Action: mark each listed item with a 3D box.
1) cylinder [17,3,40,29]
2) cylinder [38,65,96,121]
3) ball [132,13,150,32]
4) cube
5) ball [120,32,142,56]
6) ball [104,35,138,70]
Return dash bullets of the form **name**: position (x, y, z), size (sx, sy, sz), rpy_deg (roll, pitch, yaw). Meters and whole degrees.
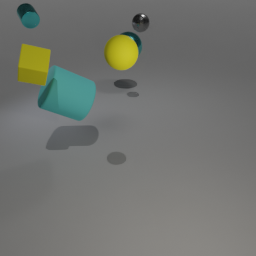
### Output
- **cylinder**: position (-3.854, -4.331, 10.828), size (0.700, 0.700, 0.700), rpy_deg (-16, 53, -26)
- **cylinder**: position (-1.962, -1.086, 8.954), size (1.400, 1.400, 1.400), rpy_deg (19, 19, -30)
- **ball**: position (0.502, -4.144, 11.041), size (0.700, 0.700, 0.700), rpy_deg (0, 29, 0)
- **cube**: position (-2.412, -1.604, 7.183), size (0.700, 0.700, 0.700), rpy_deg (8, 66, -19)
- **ball**: position (0.007, -4.032, 13.856), size (1.400, 1.400, 1.400), rpy_deg (0, 29, 0)
- **ball**: position (-0.141, -1.538, 5.724), size (0.700, 0.700, 0.700), rpy_deg (0, 29, 0)
